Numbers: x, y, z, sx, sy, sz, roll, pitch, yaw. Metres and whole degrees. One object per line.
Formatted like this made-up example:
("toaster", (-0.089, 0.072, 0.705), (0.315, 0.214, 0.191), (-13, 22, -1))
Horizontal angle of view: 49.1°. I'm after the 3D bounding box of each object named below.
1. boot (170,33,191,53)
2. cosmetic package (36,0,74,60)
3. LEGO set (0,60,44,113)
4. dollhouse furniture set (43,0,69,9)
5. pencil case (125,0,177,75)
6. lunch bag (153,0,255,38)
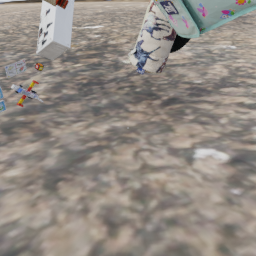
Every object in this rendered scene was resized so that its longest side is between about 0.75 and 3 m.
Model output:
("boot", (1.882, -3.583, 9.400), (2.142, 0.793, 1.755), (-37, 25, 29))
("cosmetic package", (-2.457, -3.907, 9.589), (0.720, 2.842, 1.173), (15, -21, -43))
("LEGO set", (-1.681, -0.588, 4.214), (0.254, 0.774, 1.036), (37, 52, 23))
("dollhouse furniture set", (-1.660, -3.413, 6.875), (0.520, 1.009, 0.998), (26, -16, -16))
("pencil case", (0.843, -2.913, 8.126), (1.204, 2.692, 1.047), (7, 30, -20))
("lunch bag", (0.963, -2.013, 3.932), (1.456, 1.240, 0.888), (-13, 45, 45))
